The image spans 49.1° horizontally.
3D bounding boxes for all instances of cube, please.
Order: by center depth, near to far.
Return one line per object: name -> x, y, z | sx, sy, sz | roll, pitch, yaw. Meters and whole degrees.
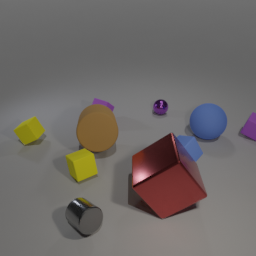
cube -> 1.059, 1.272, 7.576 | 1.400, 1.400, 1.400 | -33, 24, 18
cube -> 1.785, 0.725, 8.825 | 0.700, 0.700, 0.700 | -43, 24, -23
cube -> -1.463, 1.151, 8.832 | 0.700, 0.700, 0.700 | -20, 21, -28
cube -> -3.724, 0.098, 10.618 | 0.700, 0.700, 0.700 | -23, 21, 20
cube -> 4.949, -0.060, 10.918 | 0.700, 0.700, 0.700 | 31, 43, 18
cube -> -1.122, -0.783, 11.991 | 0.700, 0.700, 0.700 | 19, -5, 25

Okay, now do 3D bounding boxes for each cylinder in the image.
cylinder -> -1.096, 2.182, 6.995 | 0.700, 0.700, 0.700 | -23, 23, -35
cylinder -> -1.083, -0.036, 9.903 | 1.400, 1.400, 1.400 | -3, 16, -6

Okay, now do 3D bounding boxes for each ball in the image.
ball -> 3.095, -0.255, 10.825 | 1.400, 1.400, 1.400 | 0, 29, 0
ball -> 1.491, -0.960, 12.776 | 0.700, 0.700, 0.700 | 0, 29, 0
